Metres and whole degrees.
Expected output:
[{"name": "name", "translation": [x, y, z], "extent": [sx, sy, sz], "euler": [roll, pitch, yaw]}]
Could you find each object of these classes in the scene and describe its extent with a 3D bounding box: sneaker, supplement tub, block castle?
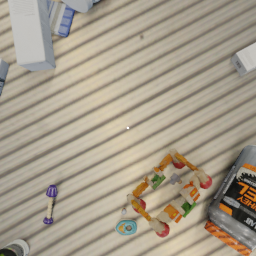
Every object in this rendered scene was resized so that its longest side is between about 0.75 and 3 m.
[{"name": "sneaker", "translation": [-4.260, 4.342, 8.522], "extent": [2.435, 1.065, 0.898], "euler": [-32, 84, -4]}, {"name": "supplement tub", "translation": [-1.235, -5.553, 9.248], "extent": [2.005, 2.005, 2.857], "euler": [34, 84, 4]}, {"name": "supplement tub", "translation": [3.656, 2.156, 8.422], "extent": [1.809, 1.809, 2.953], "euler": [32, 84, 4]}, {"name": "block castle", "translation": [1.293, 1.975, 8.618], "extent": [2.382, 1.118, 1.592], "euler": [-46, 47, -7]}]

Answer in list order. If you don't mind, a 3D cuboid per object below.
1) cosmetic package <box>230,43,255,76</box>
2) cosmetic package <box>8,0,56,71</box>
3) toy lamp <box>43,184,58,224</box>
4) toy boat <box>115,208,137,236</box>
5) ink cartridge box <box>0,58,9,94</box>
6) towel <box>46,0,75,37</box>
[{"name": "cosmetic package", "translation": [4.385, -2.480, 9.600], "extent": [1.406, 0.597, 0.757], "euler": [-27, 82, -4]}, {"name": "cosmetic package", "translation": [-3.128, -3.298, 9.147], "extent": [0.930, 1.324, 2.610], "euler": [-8, 92, 0]}, {"name": "toy lamp", "translation": [-2.474, 2.418, 8.924], "extent": [0.374, 0.374, 1.286], "euler": [13, 106, 2]}, {"name": "toy boat", "translation": [-0.087, 3.031, 9.020], "extent": [0.734, 0.406, 0.873], "euler": [-8, 83, 0]}, {"name": "ink cartridge box", "translation": [-4.870, -1.660, 9.473], "extent": [1.113, 0.648, 1.539], "euler": [13, 83, 2]}, {"name": "towel", "translation": [-2.818, -3.963, 9.993], "extent": [1.691, 0.201, 1.242], "euler": [13, 81, 0]}]
